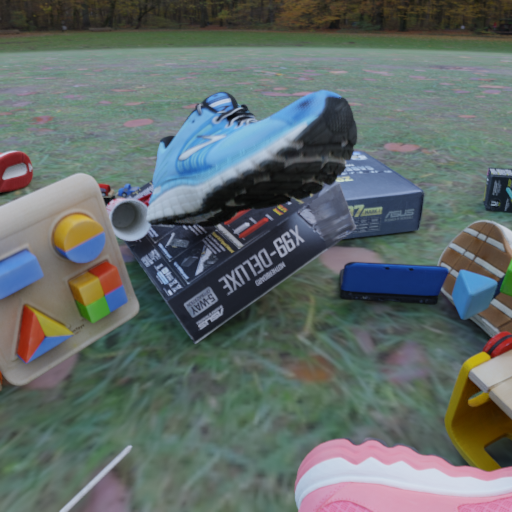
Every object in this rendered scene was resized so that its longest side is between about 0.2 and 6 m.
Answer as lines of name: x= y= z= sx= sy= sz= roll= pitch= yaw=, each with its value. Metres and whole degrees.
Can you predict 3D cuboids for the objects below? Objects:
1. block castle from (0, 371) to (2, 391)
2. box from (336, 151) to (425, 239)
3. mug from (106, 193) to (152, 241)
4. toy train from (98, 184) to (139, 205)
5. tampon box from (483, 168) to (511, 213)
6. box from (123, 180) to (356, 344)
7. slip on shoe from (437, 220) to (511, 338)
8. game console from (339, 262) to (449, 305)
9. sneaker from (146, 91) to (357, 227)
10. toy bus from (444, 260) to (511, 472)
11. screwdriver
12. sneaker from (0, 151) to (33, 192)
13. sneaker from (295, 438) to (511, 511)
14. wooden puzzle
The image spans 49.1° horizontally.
block castle: x=-4.356 y=0.689 z=6.403 sx=2.379 sy=1.670 sz=3.560 roll=-11 pitch=27 yaw=-23
box: x=1.096 y=-1.232 z=11.294 sx=3.563 sy=0.909 sz=2.810 roll=-7 pitch=28 yaw=-12
mug: x=-1.806 y=-0.579 z=8.132 sx=0.779 sy=0.586 sz=0.878 roll=-13 pitch=14 yaw=-21
toy train: x=-3.342 y=-1.351 z=12.130 sx=1.947 sy=0.446 sz=0.332 roll=2 pitch=26 yaw=4
tampon box: x=5.396 y=-1.373 z=11.769 sx=1.048 sy=0.786 sz=0.662 roll=7 pitch=26 yaw=14
box: x=-0.622 y=-0.585 z=8.736 sx=2.780 sy=0.877 sz=3.525 roll=-35 pitch=35 yaw=-11
slip on shoe: x=3.526 y=0.533 z=7.572 sx=1.063 sy=1.334 sz=3.508 roll=39 pitch=11 yaw=-13
game console: x=1.993 y=0.228 z=8.346 sx=1.432 sy=0.847 sz=1.222 roll=3 pitch=26 yaw=5
sneaker: x=-0.327 y=-1.283 z=6.440 sx=1.294 sy=1.485 sz=3.303 roll=0 pitch=-8 yaw=-42
toy bus: x=3.102 y=1.340 z=5.365 sx=2.578 sy=1.332 sz=2.432 roll=12 pitch=41 yaw=14
screwdriver: x=-1.707 y=2.251 z=4.697 sx=0.295 sy=0.282 sz=2.025 roll=-16 pitch=13 yaw=42
sneaker: x=-6.658 y=-1.692 z=12.399 sx=1.752 sy=1.188 sz=3.032 roll=3 pitch=12 yaw=25
sneaker: x=1.692 y=2.138 z=3.725 sx=3.255 sy=1.199 sz=1.412 roll=-10 pitch=28 yaw=27
wooden puzzle: x=-2.183 y=0.281 z=6.080 sx=1.738 sy=1.877 sz=0.434 roll=-33 pitch=33 yaw=-32
